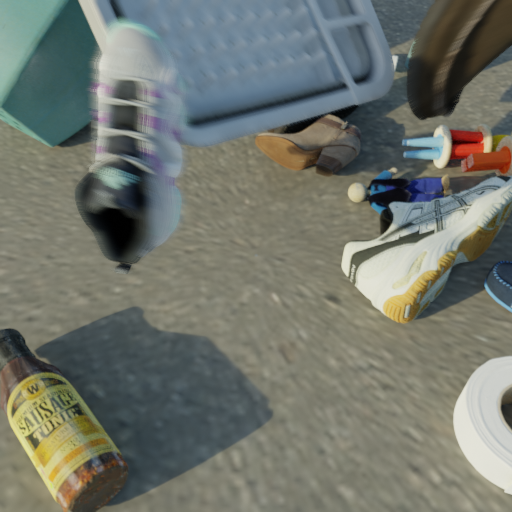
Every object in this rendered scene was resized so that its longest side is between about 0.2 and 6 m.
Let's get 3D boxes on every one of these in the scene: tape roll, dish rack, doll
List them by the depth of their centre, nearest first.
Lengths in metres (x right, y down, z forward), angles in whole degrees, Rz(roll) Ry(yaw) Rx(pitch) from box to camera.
[{"bbox_3d":[2.935,1.831,6.088,1.450,0.507,1.450,0,48,-1],"label":"tape roll"},{"bbox_3d":[-0.337,-3.242,6.983,4.261,0.928,3.657,-25,93,-38],"label":"dish rack"},{"bbox_3d":[2.200,-0.993,8.687,1.527,0.370,1.042,-1,56,7],"label":"doll"}]

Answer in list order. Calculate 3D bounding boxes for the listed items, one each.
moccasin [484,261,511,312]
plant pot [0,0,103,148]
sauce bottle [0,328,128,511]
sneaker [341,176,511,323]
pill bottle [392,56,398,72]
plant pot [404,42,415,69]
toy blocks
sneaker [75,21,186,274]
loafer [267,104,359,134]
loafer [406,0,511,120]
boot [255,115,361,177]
[{"bbox_3d":[4.155,0.517,7.059,2.324,0.793,0.935,21,52,17],"label":"moccasin"},{"bbox_3d":[-3.428,-3.619,9.483,2.188,2.189,3.097,29,84,25],"label":"plant pot"},{"bbox_3d":[-2.290,1.690,6.063,0.768,0.768,2.327,-35,57,-27],"label":"sauce bottle"},{"bbox_3d":[2.435,-0.448,7.690,3.048,1.153,1.336,-34,56,-27],"label":"sneaker"},{"bbox_3d":[2.473,-3.900,11.253,0.681,0.407,0.407,14,50,12],"label":"pill bottle"},{"bbox_3d":[3.612,-4.044,11.044,0.895,0.914,0.897,-18,50,-14],"label":"plant pot"},{"bbox_3d":[3.432,-1.603,8.746,1.981,0.720,1.651,-2,25,-2],"label":"toy blocks"},{"bbox_3d":[-1.100,-0.856,4.804,0.819,2.107,1.474,0,24,7],"label":"sneaker"},{"bbox_3d":[1.048,-2.834,9.975,2.438,0.890,0.870,-35,57,-26],"label":"loafer"},{"bbox_3d":[2.955,-3.073,6.782,1.154,3.235,1.181,36,25,25],"label":"loafer"},{"bbox_3d":[0.941,-1.960,9.394,1.608,0.565,1.176,26,57,8],"label":"boot"}]
